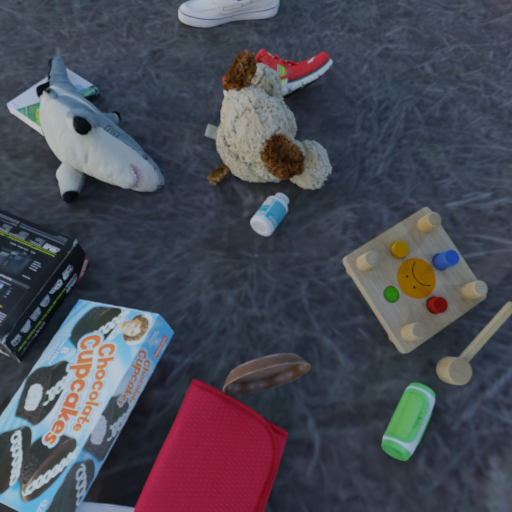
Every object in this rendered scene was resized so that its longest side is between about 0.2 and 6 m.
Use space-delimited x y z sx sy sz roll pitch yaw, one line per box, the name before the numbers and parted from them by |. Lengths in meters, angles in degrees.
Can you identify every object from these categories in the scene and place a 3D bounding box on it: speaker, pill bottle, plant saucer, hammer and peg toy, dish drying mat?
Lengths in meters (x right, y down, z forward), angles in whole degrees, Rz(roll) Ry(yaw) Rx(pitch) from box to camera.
speaker | 2.296 2.477 8.414 0.490 0.490 1.107 27 61 16
pill bottle | 0.290 -0.804 10.546 0.466 0.466 0.841 28 61 17
plant saucer | 0.132 1.690 8.089 1.303 1.303 0.224 -13 64 -8
hammer and peg toy | 2.851 0.680 9.190 1.923 0.922 2.615 -31 85 -15
dish drying mat | -0.959 3.993 7.008 1.767 0.419 4.600 33 57 -15

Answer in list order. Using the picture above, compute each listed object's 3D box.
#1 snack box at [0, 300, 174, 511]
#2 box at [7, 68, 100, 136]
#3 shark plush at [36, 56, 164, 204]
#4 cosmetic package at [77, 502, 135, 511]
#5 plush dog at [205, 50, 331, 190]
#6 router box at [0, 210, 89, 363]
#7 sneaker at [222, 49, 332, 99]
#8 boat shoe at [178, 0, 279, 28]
snack box | -2.687 2.131 8.209 1.795 0.573 3.089 5 54 31
box | -4.449 -3.432 12.340 1.172 0.295 1.624 34 65 19
shark plush | -3.512 -2.619 11.576 1.735 1.893 4.166 -11 40 -36
cosmetic package | -2.048 4.120 7.252 0.920 0.661 1.630 7 56 4
plush dog | -0.034 -2.251 10.193 2.204 2.359 2.747 -30 83 -5
router box | -4.621 0.294 9.587 2.774 0.862 2.079 21 59 14
sneaker | 0.476 -3.953 12.012 2.621 1.009 1.113 -28 100 -18
boat shoe | -0.680 -6.325 13.884 2.549 0.838 0.917 -5 57 -3
